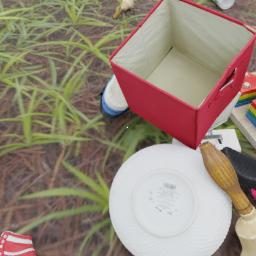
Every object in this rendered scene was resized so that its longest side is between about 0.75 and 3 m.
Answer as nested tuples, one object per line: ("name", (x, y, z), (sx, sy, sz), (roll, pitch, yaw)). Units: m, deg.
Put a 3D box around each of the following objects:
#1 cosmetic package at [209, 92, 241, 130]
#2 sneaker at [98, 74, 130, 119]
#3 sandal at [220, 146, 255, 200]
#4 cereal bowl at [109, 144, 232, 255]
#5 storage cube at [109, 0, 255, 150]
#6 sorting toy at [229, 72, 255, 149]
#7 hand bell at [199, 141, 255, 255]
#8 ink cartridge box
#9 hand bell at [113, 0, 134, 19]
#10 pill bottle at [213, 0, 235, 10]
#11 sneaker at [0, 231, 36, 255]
("cosmetic package", (1.879, -1.201, 8.754), (1.389, 1.172, 2.687), (-22, 52, -29))
("sneaker", (0.003, -1.503, 8.449), (1.075, 1.558, 2.801), (30, 66, -9))
("sandal", (2.948, 1.208, 6.546), (2.766, 0.623, 1.039), (25, 35, -27))
("cereal bowl", (0.801, 1.569, 5.869), (2.661, 1.108, 2.661), (-4, 74, 14))
("storage cube", (1.185, -1.147, 6.179), (2.383, 2.142, 2.037), (34, 77, 24))
("sorting toy", (4.518, -0.994, 8.755), (2.837, 0.987, 2.820), (-16, 52, -13))
("hand bell", (2.222, 1.450, 5.433), (1.481, 1.481, 2.845), (-37, 100, -27))
("ink cartridge box", (1.939, 0.590, 7.299), (1.543, 1.133, 0.639), (-2, 58, -3))
("hand bell", (-0.316, -5.411, 12.886), (0.638, 0.638, 1.226), (28, 68, 21))
("pill bottle", (4.435, -6.320, 13.381), (0.761, 0.761, 1.336), (-12, 51, -10))
("sneaker", (-2.855, 2.800, 5.802), (1.838, 0.655, 1.034), (-9, 54, -17))
